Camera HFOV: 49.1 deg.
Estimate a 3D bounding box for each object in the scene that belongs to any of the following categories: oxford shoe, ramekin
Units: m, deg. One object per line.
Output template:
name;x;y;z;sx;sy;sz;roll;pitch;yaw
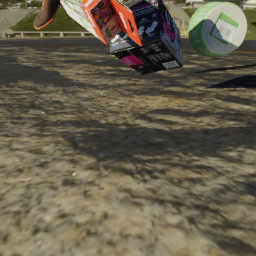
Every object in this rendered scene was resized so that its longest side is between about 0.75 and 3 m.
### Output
oxford shoe;-3.009;-4.640;10.513;0.728;2.045;0.742;52;17;28
ramekin;3.388;-3.659;10.445;2.044;2.044;0.998;-3;18;-8

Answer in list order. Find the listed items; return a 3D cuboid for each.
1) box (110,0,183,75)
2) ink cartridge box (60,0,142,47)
box;0.719;-3.029;9.551;1.765;1.532;2.671;-7;-8;24
ink cartridge box;-0.786;-2.807;6.851;2.438;0.614;1.328;43;-4;22
